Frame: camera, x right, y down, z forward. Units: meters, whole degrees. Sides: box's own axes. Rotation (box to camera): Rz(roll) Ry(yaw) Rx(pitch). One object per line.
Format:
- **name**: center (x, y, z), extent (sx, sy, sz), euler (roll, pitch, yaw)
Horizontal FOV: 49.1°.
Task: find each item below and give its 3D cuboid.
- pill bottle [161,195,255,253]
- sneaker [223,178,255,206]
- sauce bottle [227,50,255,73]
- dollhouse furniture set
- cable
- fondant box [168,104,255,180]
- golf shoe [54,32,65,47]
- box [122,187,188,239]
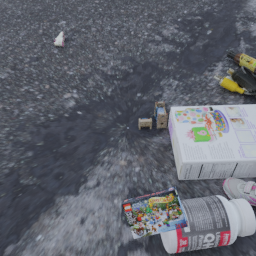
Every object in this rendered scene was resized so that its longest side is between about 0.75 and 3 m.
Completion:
- **pill bottle**: center (1.661, 2.017, 6.014), extent (1.877, 1.039, 1.039), euler (-6, 46, -6)
- **sneaker**: center (3.098, 1.547, 6.706), extent (1.571, 0.693, 0.639), euler (20, 49, 19)
- **sauce bottle**: center (4.523, -2.597, 10.882), extent (0.472, 0.472, 1.458), euler (-32, 54, -27)
- **dollhouse furniture set**: center (0.742, -0.388, 8.644), extent (0.850, 0.596, 0.599), euler (-4, 46, -3)
- **cable**: center (4.372, -1.187, 9.636), extent (1.384, 0.717, 2.849), euler (-27, 64, -35)
- **fondant box**: center (2.688, 0.330, 7.793), extent (2.846, 0.829, 2.053), euler (-1, 46, -2)
- **golf shoe**: center (-2.991, -3.893, 12.207), extent (0.452, 0.372, 0.987), euler (-6, 45, -1)
- **box**: center (0.349, 1.123, 3.695), extent (0.750, 0.512, 0.141), euler (-19, 3, 15)
